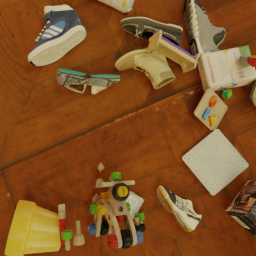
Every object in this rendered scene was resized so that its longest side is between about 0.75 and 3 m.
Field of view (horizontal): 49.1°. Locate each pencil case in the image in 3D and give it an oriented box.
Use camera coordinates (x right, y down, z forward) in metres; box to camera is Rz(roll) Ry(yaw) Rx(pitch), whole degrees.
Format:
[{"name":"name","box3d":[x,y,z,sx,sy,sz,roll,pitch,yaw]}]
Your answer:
[{"name":"pencil case","box3d":[-1.089,-5.843,11.653,2.904,1.207,1.317,18,96,3]}]

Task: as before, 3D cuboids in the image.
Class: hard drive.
[{"name":"hard drive","box3d":[0.062,3.015,10.761,0.740,0.200,1.059,31,85,5]}]

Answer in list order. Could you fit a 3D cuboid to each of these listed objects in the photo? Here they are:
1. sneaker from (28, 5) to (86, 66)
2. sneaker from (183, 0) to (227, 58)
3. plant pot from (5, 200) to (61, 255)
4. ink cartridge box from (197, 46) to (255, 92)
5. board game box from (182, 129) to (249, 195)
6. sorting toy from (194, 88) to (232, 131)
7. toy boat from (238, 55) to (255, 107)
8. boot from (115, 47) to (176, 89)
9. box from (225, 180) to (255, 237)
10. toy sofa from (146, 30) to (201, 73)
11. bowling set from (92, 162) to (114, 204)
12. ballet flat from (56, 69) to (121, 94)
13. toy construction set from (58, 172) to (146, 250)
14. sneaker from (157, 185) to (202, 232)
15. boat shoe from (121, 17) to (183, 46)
[{"name":"sneaker","box3d":[-3.209,-3.955,11.516,2.676,1.078,1.960,-33,73,-1]},{"name":"sneaker","box3d":[3.242,-4.275,11.608,1.548,1.006,2.681,-9,91,-6]},{"name":"plant pot","box3d":[-3.216,3.622,9.963,1.746,1.855,1.855,13,81,-14]},{"name":"ink cartridge box","box3d":[3.934,-2.352,11.282,1.944,0.851,1.413,-11,81,-3]},{"name":"board game box","box3d":[3.402,1.322,11.014,1.890,0.245,1.890,-38,84,-5]},{"name":"sorting toy","box3d":[3.460,-0.940,11.043,1.340,0.267,1.813,36,82,-30]},{"name":"toy boat","box3d":[5.232,-1.967,10.870,2.437,1.132,2.049,41,83,-33]},{"name":"boot","box3d":[0.695,-2.305,11.296,2.132,0.776,1.657,-19,77,-9]},{"name":"box","box3d":[5.330,3.313,9.858,2.884,1.906,1.655,41,79,6]},{"name":"toy sofa","box3d":[1.819,-3.096,11.043,2.004,0.830,0.978,24,75,-21]},{"name":"bowling set","box3d":[-0.717,2.127,10.574,1.118,0.862,1.606,5,82,1]},{"name":"ballet flat","box3d":[-1.595,-1.826,11.301,2.584,0.930,0.930,6,81,1]},{"name":"toy construction set","box3d":[-0.910,2.670,9.437,2.966,2.474,2.279,-6,85,-2]},{"name":"sneaker","box3d":[1.932,2.883,10.620,0.883,0.762,2.015,-38,87,-20]},{"name":"boat shoe","box3d":[0.963,-3.925,11.520,2.631,0.879,0.750,8,77,-2]}]
